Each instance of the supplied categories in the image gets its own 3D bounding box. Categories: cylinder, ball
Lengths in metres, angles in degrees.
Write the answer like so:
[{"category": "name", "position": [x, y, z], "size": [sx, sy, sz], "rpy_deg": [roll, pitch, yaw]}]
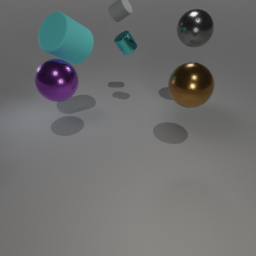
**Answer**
[{"category": "cylinder", "position": [-2.186, -3.158, 9.970], "size": [1.400, 1.400, 1.400], "rpy_deg": [23, 6, 31]}, {"category": "ball", "position": [-2.344, -1.565, 9.256], "size": [1.400, 1.400, 1.400], "rpy_deg": [0, 33, 0]}, {"category": "ball", "position": [2.594, -3.842, 10.829], "size": [1.400, 1.400, 1.400], "rpy_deg": [0, 33, 0]}, {"category": "cylinder", "position": [-0.089, -3.390, 11.205], "size": [0.700, 0.700, 0.700], "rpy_deg": [-25, 37, 21]}, {"category": "ball", "position": [1.955, -1.327, 8.701], "size": [1.400, 1.400, 1.400], "rpy_deg": [0, 33, 0]}, {"category": "cylinder", "position": [-0.302, -4.733, 11.209], "size": [0.700, 0.700, 0.700], "rpy_deg": [-22, 20, 32]}]
